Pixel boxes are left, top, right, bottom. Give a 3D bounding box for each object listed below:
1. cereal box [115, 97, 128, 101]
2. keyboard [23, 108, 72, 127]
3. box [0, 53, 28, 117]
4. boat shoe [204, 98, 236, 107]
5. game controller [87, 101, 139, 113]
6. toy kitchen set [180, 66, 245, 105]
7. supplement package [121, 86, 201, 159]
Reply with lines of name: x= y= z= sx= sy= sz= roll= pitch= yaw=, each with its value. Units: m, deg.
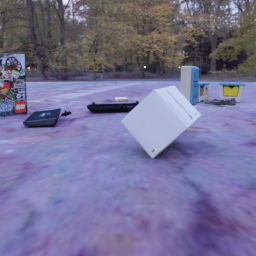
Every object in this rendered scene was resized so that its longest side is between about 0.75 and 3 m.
cereal box: x=-0.326 y=-1.467 z=14.334 sx=0.551 sy=0.151 sz=0.766 roll=-3 pitch=11 yaw=-14
keyboard: x=-2.308 y=-0.320 z=8.332 sx=1.249 sy=0.267 sz=2.080 roll=-8 pitch=13 yaw=-9
box: x=-4.667 y=-1.318 z=8.686 sx=0.564 sy=2.045 sz=2.994 roll=10 pitch=15 yaw=41
boat shoe: x=3.972 y=-1.152 z=12.109 sx=1.394 sy=0.397 sz=0.466 roll=9 pitch=14 yaw=38
game controller: x=-0.511 y=-0.806 z=10.330 sx=1.969 sy=0.415 sz=1.027 roll=-3 pitch=12 yaw=-17
toy kitchen set: x=4.015 y=-2.002 z=13.050 sx=2.313 sy=1.701 sz=2.888 roll=7 pitch=13 yaw=30
supplement package: x=0.675 y=-0.174 z=5.177 sx=0.852 sy=0.849 sz=1.452 roll=-43 pitch=-7 yaw=24
